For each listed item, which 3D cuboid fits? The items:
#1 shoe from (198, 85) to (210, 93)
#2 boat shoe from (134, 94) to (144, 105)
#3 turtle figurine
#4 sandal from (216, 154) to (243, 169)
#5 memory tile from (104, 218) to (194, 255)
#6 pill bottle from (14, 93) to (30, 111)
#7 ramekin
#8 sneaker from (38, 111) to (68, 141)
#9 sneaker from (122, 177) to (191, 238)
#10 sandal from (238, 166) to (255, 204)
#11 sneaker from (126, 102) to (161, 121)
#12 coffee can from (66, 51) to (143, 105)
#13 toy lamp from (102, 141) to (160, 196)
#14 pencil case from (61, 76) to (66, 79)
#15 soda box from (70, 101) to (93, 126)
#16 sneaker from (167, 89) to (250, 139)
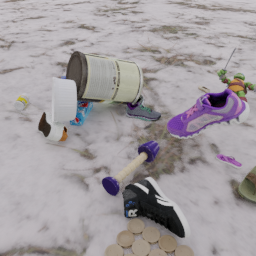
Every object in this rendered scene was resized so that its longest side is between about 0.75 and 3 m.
[{"bbox_3d":[3.952,-2.038,14.466,0.291,0.222,0.833,-16,38,-22],"label":"shoe"},{"bbox_3d":[0.518,-1.336,13.246,0.480,0.472,1.330,2,35,3],"label":"boat shoe"},{"bbox_3d":[4.962,-1.989,12.588,1.952,2.712,2.630,30,61,-9],"label":"turtle figurine"},{"bbox_3d":[3.618,1.114,9.961,0.970,0.238,0.395,25,42,31],"label":"sandal"},{"bbox_3d":[0.544,3.186,7.081,1.958,0.164,1.501,21,40,28],"label":"memory tile"},{"bbox_3d":[-4.938,-1.240,13.094,0.495,0.495,0.866,3,35,4],"label":"pill bottle"},{"bbox_3d":[-2.459,-1.063,10.714,0.833,1.709,1.709,0,34,-18],"label":"ramekin"},{"bbox_3d":[-3.011,0.017,11.306,0.931,0.800,2.198,22,12,-33],"label":"sneaker"},{"bbox_3d":[0.595,2.374,7.771,1.283,0.838,2.294,-18,31,-19],"label":"sneaker"},{"bbox_3d":[4.077,1.650,8.915,0.779,0.560,1.963,21,40,27],"label":"sandal"},{"bbox_3d":[0.667,-0.761,12.236,1.582,0.692,0.589,6,36,9],"label":"sneaker"},{"bbox_3d":[-1.050,-2.088,12.240,2.812,2.058,2.058,2,30,-31],"label":"coffee can"},{"bbox_3d":[0.196,1.216,9.405,0.743,0.743,2.552,24,41,30],"label":"toy lamp"},{"bbox_3d":[-2.507,-2.428,14.497,1.952,0.848,0.762,-10,62,-12],"label":"pencil case"},{"bbox_3d":[-2.054,-0.806,12.395,0.549,0.580,1.710,6,35,8],"label":"soda box"},{"bbox_3d":[2.540,-0.558,9.551,2.824,1.248,1.136,-19,48,27],"label":"sneaker"}]
